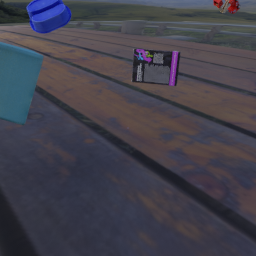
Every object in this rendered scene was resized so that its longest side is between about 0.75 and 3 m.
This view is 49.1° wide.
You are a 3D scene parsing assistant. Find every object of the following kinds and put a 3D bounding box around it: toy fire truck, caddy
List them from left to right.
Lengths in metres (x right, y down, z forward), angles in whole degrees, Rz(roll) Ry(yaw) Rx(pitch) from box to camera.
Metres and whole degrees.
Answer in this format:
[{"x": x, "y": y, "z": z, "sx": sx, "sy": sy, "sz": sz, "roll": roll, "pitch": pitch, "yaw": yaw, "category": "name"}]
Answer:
[{"x": -2.329, "y": -3.334, "z": 8.285, "sx": 1.274, "sy": 0.669, "sz": 0.901, "roll": -26, "pitch": 72, "yaw": -7, "category": "caddy"}, {"x": 3.133, "y": -3.901, "z": 8.852, "sx": 0.252, "sy": 0.730, "sz": 1.035, "roll": 51, "pitch": 10, "yaw": 34, "category": "toy fire truck"}]

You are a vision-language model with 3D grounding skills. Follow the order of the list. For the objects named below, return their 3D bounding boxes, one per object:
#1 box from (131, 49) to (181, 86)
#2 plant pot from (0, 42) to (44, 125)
[{"x": 0.803, "y": -1.782, "z": 8.194, "sx": 1.360, "sy": 0.972, "sz": 0.246, "roll": 7, "pitch": 17, "yaw": 7, "category": "box"}, {"x": -2.926, "y": -1.107, "z": 5.440, "sx": 1.995, "sy": 1.409, "sz": 1.410, "roll": 14, "pitch": 11, "yaw": -30, "category": "plant pot"}]
